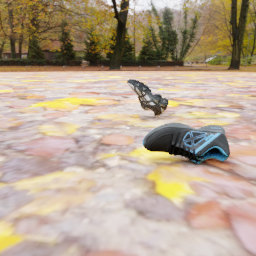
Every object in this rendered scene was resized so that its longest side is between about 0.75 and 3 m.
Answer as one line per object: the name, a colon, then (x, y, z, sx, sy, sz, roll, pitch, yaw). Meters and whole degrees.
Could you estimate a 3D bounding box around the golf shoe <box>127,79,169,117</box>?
golf shoe: (0.481, -0.890, 8.360, 1.458, 0.689, 0.567, 38, 31, 12)

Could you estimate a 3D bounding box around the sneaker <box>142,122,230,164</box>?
sneaker: (0.982, 0.271, 4.630, 1.466, 0.537, 0.600, -3, 50, -5)
